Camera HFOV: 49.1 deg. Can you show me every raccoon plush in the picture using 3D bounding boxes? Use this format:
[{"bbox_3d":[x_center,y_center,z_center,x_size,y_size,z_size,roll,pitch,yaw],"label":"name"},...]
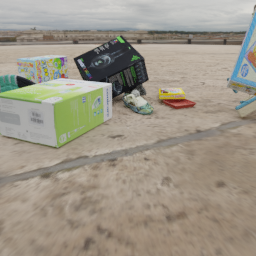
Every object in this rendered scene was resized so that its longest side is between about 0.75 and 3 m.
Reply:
[{"bbox_3d":[0.322,-1.782,10.526,0.850,1.178,1.758,-6,8,-11],"label":"raccoon plush"}]

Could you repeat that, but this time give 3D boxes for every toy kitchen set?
[{"bbox_3d":[3.602,-1.123,8.989,0.896,1.218,1.520,-31,0,12],"label":"toy kitchen set"}]

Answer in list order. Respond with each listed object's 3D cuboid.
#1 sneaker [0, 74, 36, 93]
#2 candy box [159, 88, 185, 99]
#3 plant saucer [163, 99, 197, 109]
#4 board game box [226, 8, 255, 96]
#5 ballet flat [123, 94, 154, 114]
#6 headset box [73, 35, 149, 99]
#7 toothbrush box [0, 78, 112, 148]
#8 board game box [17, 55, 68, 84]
[{"bbox_3d":[-4.436,-1.496,10.406,2.857,1.063,1.250,3,15,10],"label":"sneaker"},{"bbox_3d":[1.656,-1.328,10.765,0.939,0.243,1.836,2,14,5],"label":"candy box"},{"bbox_3d":[1.801,-0.861,9.865,0.881,0.162,0.883,-9,22,-24],"label":"plant saucer"},{"bbox_3d":[2.604,-1.466,4.073,1.555,2.313,0.396,21,-3,14],"label":"board game box"},{"bbox_3d":[0.270,-0.839,9.258,0.549,0.549,1.479,-13,22,-32],"label":"ballet flat"},{"bbox_3d":[-0.562,-2.187,10.258,2.236,1.037,1.947,-27,49,-7],"label":"headset box"},{"bbox_3d":[-1.862,-0.561,7.629,1.897,1.122,2.606,10,21,25],"label":"toothbrush box"},{"bbox_3d":[-4.282,-3.004,14.275,1.195,1.174,2.280,12,23,30],"label":"board game box"}]
